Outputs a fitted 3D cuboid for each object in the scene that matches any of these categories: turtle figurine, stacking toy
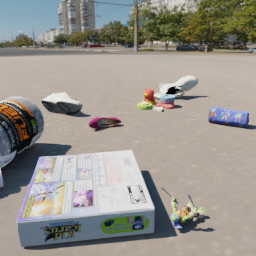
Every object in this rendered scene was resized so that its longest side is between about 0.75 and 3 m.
[{"bbox_3d":[1.211,1.600,5.767,0.627,0.871,0.845,-24,-24,38],"label":"turtle figurine"},{"bbox_3d":[1.425,-1.506,14.688,1.941,0.820,1.757,10,21,28],"label":"stacking toy"}]

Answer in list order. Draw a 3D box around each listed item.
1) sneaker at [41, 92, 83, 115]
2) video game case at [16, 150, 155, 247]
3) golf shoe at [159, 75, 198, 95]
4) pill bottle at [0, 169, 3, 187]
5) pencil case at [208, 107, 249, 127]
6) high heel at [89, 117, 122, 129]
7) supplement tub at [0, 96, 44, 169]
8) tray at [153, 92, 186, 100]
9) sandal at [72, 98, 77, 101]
[{"bbox_3d":[-3.134,-1.322,13.611,2.331,0.868,1.015,12,51,27],"label":"sneaker"},{"bbox_3d":[-0.925,1.407,6.464,2.536,0.636,2.797,-3,19,-7],"label":"video game case"},{"bbox_3d":[3.129,-2.376,16.644,2.496,0.977,1.213,-19,24,-4],"label":"golf shoe"},{"bbox_3d":[-3.715,1.304,6.701,1.271,0.691,0.691,-11,22,-29],"label":"pill bottle"},{"bbox_3d":[4.262,-0.494,11.904,1.695,0.736,0.661,11,-14,28],"label":"pencil case"},{"bbox_3d":[-0.930,-0.238,11.458,0.680,0.477,1.414,1,12,39],"label":"high heel"},{"bbox_3d":[-3.871,0.181,8.347,1.757,1.757,2.867,3,20,9],"label":"supplement tub"},{"bbox_3d":[2.385,-1.976,16.969,2.089,0.232,1.122,-13,22,-33],"label":"tray"},{"bbox_3d":[-3.426,-1.511,15.266,0.625,0.449,1.574,10,22,26],"label":"sandal"}]
